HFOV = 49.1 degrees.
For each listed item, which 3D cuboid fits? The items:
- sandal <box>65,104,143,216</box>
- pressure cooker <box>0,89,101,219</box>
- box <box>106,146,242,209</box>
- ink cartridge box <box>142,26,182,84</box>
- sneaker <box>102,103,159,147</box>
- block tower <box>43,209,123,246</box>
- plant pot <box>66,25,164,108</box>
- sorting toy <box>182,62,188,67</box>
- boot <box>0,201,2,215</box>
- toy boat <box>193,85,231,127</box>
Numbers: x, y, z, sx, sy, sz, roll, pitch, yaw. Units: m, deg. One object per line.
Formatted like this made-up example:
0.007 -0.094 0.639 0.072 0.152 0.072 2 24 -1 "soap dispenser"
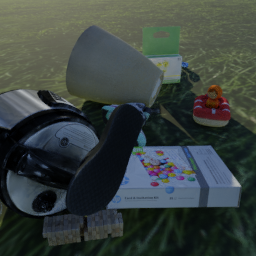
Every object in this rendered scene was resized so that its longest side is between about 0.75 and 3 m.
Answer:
-0.363 0.513 4.602 0.481 0.755 2.008 -12 43 55 "sandal"
-1.822 0.558 5.972 2.356 2.393 2.679 -23 34 -33 "pressure cooker"
0.888 1.054 6.539 2.699 0.556 2.104 -1 19 0 "box"
1.442 -3.044 11.897 1.683 2.313 0.555 -5 31 -8 "ink cartridge box"
0.354 -0.255 8.678 1.655 0.920 2.366 -16 36 -23 "sneaker"
-0.873 1.960 5.552 1.508 0.436 0.407 -3 31 -9 "block tower"
-0.279 -1.899 10.123 2.893 2.709 2.709 24 37 13 "plant pot"
1.585 -3.308 14.050 2.832 0.386 1.595 7 31 -7 "sorting toy"
-2.831 1.480 5.295 0.663 1.415 1.820 38 31 -23 "boot"
2.841 -0.849 9.372 1.200 1.202 1.838 7 32 11 "toy boat"
